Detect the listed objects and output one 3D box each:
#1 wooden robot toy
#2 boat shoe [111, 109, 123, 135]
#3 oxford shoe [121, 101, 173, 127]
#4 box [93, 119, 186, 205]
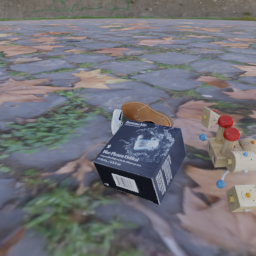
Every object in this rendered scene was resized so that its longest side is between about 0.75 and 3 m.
[{"bbox_3d":[2.384,0.456,5.849,1.160,1.126,2.557,1,44,-7],"label":"wooden robot toy"},{"bbox_3d":[-0.293,-0.172,8.063,0.269,0.756,0.264,1,-10,25],"label":"boat shoe"},{"bbox_3d":[0.403,-0.325,8.510,1.894,0.676,0.675,22,43,38],"label":"oxford shoe"},{"bbox_3d":[0.276,0.616,5.761,1.364,0.815,1.387,10,46,31],"label":"box"}]
